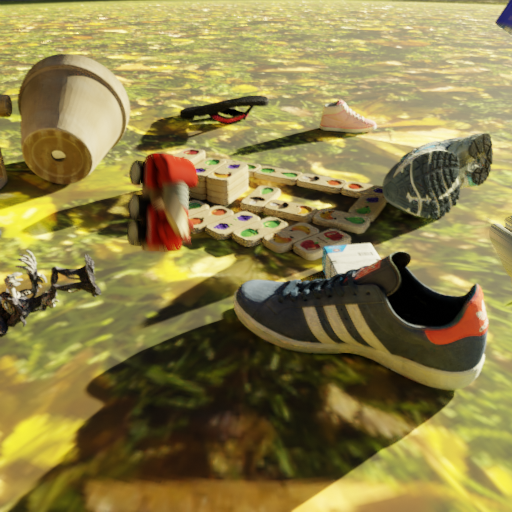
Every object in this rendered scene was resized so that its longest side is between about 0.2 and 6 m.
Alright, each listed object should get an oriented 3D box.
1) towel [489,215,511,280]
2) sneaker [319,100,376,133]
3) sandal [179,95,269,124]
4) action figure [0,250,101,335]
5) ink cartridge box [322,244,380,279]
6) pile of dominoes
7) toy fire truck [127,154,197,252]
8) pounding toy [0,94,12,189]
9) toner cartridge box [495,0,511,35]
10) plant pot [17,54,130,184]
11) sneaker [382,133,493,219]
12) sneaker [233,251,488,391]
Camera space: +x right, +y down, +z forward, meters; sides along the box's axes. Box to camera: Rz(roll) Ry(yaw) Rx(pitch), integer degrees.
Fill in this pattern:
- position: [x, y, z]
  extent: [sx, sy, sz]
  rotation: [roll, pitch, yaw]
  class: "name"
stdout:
- position: [2.093, 0.390, 3.788]
  extent: [1.139, 0.320, 1.331]
  rotation: [44, 25, -14]
  class: "towel"
- position: [2.343, -3.541, 14.149]
  extent: [1.430, 0.748, 0.538]
  rotation: [4, 28, 5]
  class: "sneaker"
- position: [-0.812, -3.844, 14.993]
  extent: [2.605, 0.587, 0.978]
  rotation: [-3, 21, 25]
  class: "sandal"
- position: [-2.842, 0.398, 7.082]
  extent: [1.591, 0.812, 0.945]
  rotation: [-19, 32, -7]
  class: "action figure"
- position: [1.390, 0.251, 7.844]
  extent: [0.733, 0.424, 1.005]
  rotation: [-3, 30, -6]
  class: "ink cartridge box"
- position: [0.145, -1.195, 10.151]
  extent: [4.055, 0.646, 3.161]
  rotation: [13, 32, 23]
  class: "pile of dominoes"
- position: [-0.849, -0.551, 5.503]
  extent: [0.707, 0.967, 1.099]
  rotation: [5, -5, -41]
  class: "toy fire truck"
- position: [-5.614, -2.409, 10.383]
  extent: [1.296, 2.489, 2.833]
  rotation: [-1, 30, -1]
  class: "pounding toy"
- position: [3.721, -2.749, 6.033]
  extent: [0.522, 1.149, 2.419]
  rotation: [21, 25, -21]
  class: "toner cartridge box"
- position: [-3.803, -2.581, 11.346]
  extent: [2.271, 2.271, 1.970]
  rotation: [-1, 46, -3]
  class: "plant pot"
- position: [3.167, -1.479, 10.469]
  extent: [3.106, 1.206, 1.341]
  rotation: [-22, 20, -39]
  class: "sneaker"
- position: [1.151, 0.481, 6.586]
  extent: [3.039, 1.284, 1.139]
  rotation: [11, 32, 19]
  class: "sneaker"
